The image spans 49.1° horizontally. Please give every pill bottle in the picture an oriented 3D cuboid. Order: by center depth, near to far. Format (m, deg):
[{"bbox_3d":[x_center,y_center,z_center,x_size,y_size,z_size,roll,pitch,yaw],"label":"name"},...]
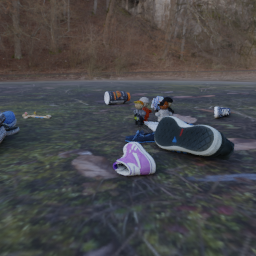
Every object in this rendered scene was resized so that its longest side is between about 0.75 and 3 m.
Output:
[{"bbox_3d":[-0.680,-2.042,18.751,1.635,0.868,0.868,-6,14,-25],"label":"pill bottle"}]

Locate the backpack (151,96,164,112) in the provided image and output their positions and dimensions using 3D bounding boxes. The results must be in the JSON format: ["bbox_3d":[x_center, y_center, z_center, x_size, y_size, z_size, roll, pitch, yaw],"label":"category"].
[{"bbox_3d":[1.654,-1.353,15.439,0.670,0.828,0.869,19,5,-12],"label":"backpack"}]

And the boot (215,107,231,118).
[{"bbox_3d":[4.676,-0.808,13.812,0.690,0.555,1.527,-1,10,23],"label":"boot"}]

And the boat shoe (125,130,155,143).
[{"bbox_3d":[0.471,0.253,9.375,1.161,0.398,0.488,-4,13,-17],"label":"boat shoe"}]

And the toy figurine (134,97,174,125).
[{"bbox_3d":[1.096,-0.743,11.922,1.670,1.162,1.644,4,8,16],"label":"toy figurine"}]

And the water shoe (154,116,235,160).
[{"bbox_3d":[1.780,0.391,8.159,1.121,1.016,2.842,25,-1,-26],"label":"water shoe"}]

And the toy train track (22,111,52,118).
[{"bbox_3d":[-4.526,-0.655,13.860,1.602,0.261,0.919,5,13,19],"label":"toy train track"}]

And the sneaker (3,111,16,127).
[{"bbox_3d":[-5.176,-0.418,10.775,0.986,1.120,2.512,2,12,9],"label":"sneaker"}]

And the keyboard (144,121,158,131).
[{"bbox_3d":[1.221,-0.011,11.243,0.642,0.122,2.280,-2,13,-10],"label":"keyboard"}]

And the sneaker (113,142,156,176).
[{"bbox_3d":[-0.023,0.737,6.900,0.861,0.548,1.511,-8,14,-19],"label":"sneaker"}]

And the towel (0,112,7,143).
[{"bbox_3d":[-5.255,0.066,8.412,2.750,1.177,2.277,-4,12,-16],"label":"towel"}]

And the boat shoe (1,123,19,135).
[{"bbox_3d":[-4.542,0.040,10.267,0.437,0.430,1.214,8,15,33],"label":"boat shoe"}]
